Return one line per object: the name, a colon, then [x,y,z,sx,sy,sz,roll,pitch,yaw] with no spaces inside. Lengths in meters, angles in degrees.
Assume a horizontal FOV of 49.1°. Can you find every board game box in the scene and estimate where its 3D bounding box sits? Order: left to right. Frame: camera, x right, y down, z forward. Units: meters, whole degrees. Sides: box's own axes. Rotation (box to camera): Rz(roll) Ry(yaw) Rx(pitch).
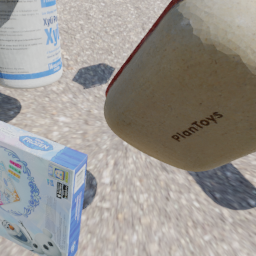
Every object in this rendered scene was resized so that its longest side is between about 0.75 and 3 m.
board game box: [-1.213,0.707,3.137,1.475,1.483,0.322,19,31,13]

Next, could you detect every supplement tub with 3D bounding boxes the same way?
supplement tub: [-2.209,-2.124,5.733,1.549,2.348,1.549,2,33,-1]

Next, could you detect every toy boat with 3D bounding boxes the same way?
toy boat: [0.937,-0.699,3.617,1.889,2.894,1.892,31,57,-13]
